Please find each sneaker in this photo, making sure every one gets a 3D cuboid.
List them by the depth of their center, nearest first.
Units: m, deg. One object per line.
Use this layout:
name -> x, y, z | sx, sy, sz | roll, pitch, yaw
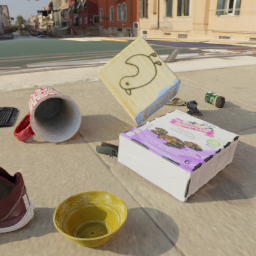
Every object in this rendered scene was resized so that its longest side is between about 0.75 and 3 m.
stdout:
sneaker -> -3.513, 1.475, 5.764 | 2.873, 1.659, 1.087 | -11, 25, -23

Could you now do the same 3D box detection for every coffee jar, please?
coffee jar -> 4.328, -1.408, 13.914 | 0.488, 0.596, 1.144 | -5, 24, -18

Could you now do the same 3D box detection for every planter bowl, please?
planter bowl -> -0.759, 2.005, 5.854 | 1.505, 0.627, 1.505 | 0, 22, 0

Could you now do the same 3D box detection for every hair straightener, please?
hair straightener -> -0.321, 0.884, 8.983 | 1.743, 0.357, 0.671 | 17, 31, 26

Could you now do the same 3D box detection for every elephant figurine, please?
elephant figurine -> 2.983, -0.879, 12.818 | 0.654, 0.597, 0.843 | -22, 33, 21

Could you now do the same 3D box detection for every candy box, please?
candy box -> 1.520, 0.603, 8.340 | 2.381, 1.015, 2.838 | 27, 34, 35

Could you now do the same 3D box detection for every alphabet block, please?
alphabet block -> 0.459, -1.686, 10.759 | 2.173, 2.224, 2.184 | -40, -8, -2

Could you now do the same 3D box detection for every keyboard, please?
keyboard -> -5.739, -0.517, 12.299 | 1.466, 0.238, 2.308 | -5, 23, -12

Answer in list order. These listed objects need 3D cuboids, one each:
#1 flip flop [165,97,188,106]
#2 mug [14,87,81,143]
flip flop -> 2.348, -1.350, 14.058 | 1.276, 0.367, 0.517 | 3, 23, 8
mug -> -3.265, -0.662, 10.806 | 2.333, 1.754, 2.629 | -8, 21, -22
